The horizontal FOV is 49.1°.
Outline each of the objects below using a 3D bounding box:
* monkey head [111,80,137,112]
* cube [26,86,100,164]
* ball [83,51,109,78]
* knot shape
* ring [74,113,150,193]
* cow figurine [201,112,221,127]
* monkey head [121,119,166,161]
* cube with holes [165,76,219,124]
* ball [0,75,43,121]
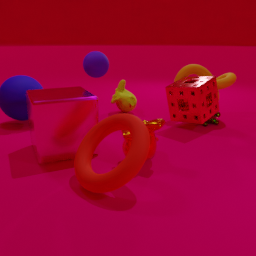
[{"bbox_3d":[-0.068,-1.077,9.692,0.855,1.021,1.419,20,1,-11],"label":"monkey head"},{"bbox_3d":[-1.509,-0.141,6.427,1.349,1.349,1.349,-8,21,-23],"label":"cube"},{"bbox_3d":[-0.878,-1.740,7.693,0.717,0.717,0.717,0,18,0],"label":"ball"},{"bbox_3d":[2.527,-1.333,8.953,1.811,0.894,1.935,-15,-29,33],"label":"knot shape"},{"bbox_3d":[-0.313,0.406,4.976,1.558,0.312,1.558,-22,46,24],"label":"ring"},{"bbox_3d":[2.457,-0.430,8.682,0.936,0.514,0.921,-11,30,-19],"label":"cow figurine"},{"bbox_3d":[0.372,0.257,5.815,1.015,0.850,1.411,-14,13,29],"label":"monkey head"},{"bbox_3d":[1.851,-0.829,7.997,1.032,1.032,1.032,8,30,43],"label":"cube with holes"},{"bbox_3d":[-3.169,-0.896,8.401,1.355,1.355,1.355,0,18,0],"label":"ball"}]
